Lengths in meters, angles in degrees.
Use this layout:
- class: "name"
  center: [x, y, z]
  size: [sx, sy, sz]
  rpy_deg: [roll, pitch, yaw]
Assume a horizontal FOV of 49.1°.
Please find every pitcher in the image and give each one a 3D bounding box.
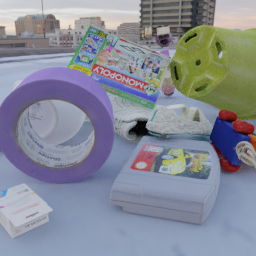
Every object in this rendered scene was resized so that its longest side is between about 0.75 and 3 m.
- class: "pitcher"
  center: [-2.166, -0.659, 7.157]
  size: [2.413, 1.705, 2.813]
  rpy_deg: [15, 15, 2]

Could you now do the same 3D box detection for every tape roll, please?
- class: "tape roll"
  center: [-1.223, -0.040, 5.011]
  size: [1.952, 1.952, 0.829]
  rpy_deg: [-1, 25, -3]

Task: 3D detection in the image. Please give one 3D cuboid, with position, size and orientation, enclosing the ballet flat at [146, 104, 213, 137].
- class: "ballet flat"
  center: [1.367, -0.161, 6.515]
  size: [2.265, 0.813, 0.813]
  rpy_deg: [3, 12, -44]

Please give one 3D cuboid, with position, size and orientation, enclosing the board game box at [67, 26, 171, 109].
- class: "board game box"
  center: [-0.199, -1.586, 7.245]
  size: [2.345, 0.341, 1.578]
  rpy_deg: [20, 63, 0]

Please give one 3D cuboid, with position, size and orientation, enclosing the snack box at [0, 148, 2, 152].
- class: "snack box"
  center: [-3.226, 0.424, 6.486]
  size: [1.681, 0.204, 0.604]
  rpy_deg: [-18, 26, -41]

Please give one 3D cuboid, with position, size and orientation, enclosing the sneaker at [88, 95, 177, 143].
- class: "sneaker"
  center: [-0.040, -0.191, 7.182]
  size: [2.513, 0.979, 1.249]
  rpy_deg: [7, 25, 22]

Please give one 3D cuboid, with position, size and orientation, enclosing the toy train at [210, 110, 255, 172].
- class: "toy train"
  center: [2.551, 0.463, 5.409]
  size: [1.358, 0.993, 2.346]
  rpy_deg: [12, 17, -6]

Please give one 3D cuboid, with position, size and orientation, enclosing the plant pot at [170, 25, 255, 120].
- class: "plant pot"
  center: [2.661, -1.626, 7.731]
  size: [2.539, 2.761, 2.761]
  rpy_deg: [1, 15, -39]

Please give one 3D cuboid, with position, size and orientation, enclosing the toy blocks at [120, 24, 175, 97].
- class: "toy blocks"
  center: [0.737, -2.431, 11.829]
  size: [2.469, 2.642, 2.224]
  rpy_deg: [-5, -24, 9]

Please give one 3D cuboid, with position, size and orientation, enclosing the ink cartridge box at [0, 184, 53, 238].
- class: "ink cartridge box"
  center: [-1.539, 1.209, 4.057]
  size: [0.557, 0.328, 0.967]
  rpy_deg: [-17, 25, -40]

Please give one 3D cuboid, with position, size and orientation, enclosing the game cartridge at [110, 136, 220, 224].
- class: "game cartridge"
  center: [0.828, 0.768, 5.175]
  size: [1.652, 0.507, 2.482]
  rpy_deg: [9, 21, 13]
